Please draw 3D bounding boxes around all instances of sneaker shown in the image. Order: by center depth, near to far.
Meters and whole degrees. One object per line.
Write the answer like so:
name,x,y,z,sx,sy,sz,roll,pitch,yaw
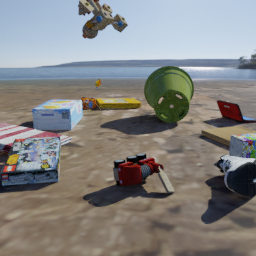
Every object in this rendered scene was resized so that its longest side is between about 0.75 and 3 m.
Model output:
sneaker,2.349,1.016,6.208,1.875,0.707,1.079,-2,2,-45

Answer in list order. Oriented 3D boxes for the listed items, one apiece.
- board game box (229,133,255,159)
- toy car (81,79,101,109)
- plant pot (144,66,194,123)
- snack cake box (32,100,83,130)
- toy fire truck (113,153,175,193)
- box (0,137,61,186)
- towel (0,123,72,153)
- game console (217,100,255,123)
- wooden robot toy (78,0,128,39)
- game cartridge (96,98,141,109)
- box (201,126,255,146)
board game box,3.604,0.531,7.988,1.192,0.625,0.614,-4,15,-14
toy car,-2.259,-1.924,16.095,1.012,2.062,0.686,22,34,7
plant pot,2.008,-1.404,13.229,2.529,2.529,2.402,1,26,3
snack cake box,-2.990,-0.638,12.345,1.545,0.903,2.687,-1,14,0
toy fire truck,0.378,1.028,6.071,1.008,0.737,1.145,-10,7,-39
box,-2.337,0.759,7.017,1.234,0.359,1.802,-3,23,-11
towel,-3.602,0.355,9.098,2.904,0.330,2.092,10,14,16
game console,5.168,-0.818,13.215,0.935,1.357,1.575,-30,20,-9
wooden robot toy,-1.051,-3.330,8.793,1.111,1.079,2.449,-39,-6,28
game cartridge,-0.633,-1.549,17.323,2.553,0.414,2.251,-4,14,-12
box,3.914,0.321,9.744,1.797,0.234,2.198,-5,15,-18
